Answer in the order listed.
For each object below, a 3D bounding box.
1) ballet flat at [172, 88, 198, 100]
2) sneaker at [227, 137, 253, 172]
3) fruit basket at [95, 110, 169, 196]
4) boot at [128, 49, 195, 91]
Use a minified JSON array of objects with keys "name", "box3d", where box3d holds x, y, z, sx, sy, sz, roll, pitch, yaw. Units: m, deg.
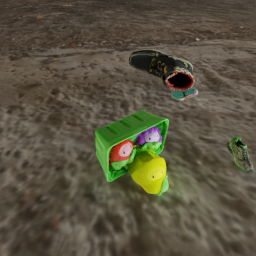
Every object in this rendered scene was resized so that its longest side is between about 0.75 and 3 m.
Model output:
[{"name":"ballet flat","box3d":[2.071,-1.178,10.117,0.953,0.339,0.329,-12,56,29]},{"name":"sneaker","box3d":[2.877,0.665,7.112,0.382,0.417,0.979,-5,54,-24]},{"name":"fruit basket","box3d":[0.288,0.620,6.303,1.847,1.332,1.847,2,42,-2]},{"name":"boot","box3d":[1.273,-2.307,10.878,2.731,0.986,2.062,13,26,0]}]
